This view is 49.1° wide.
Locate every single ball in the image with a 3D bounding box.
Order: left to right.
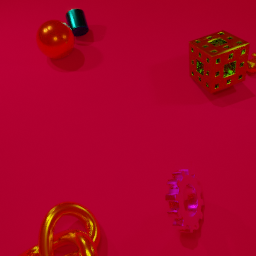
[{"bbox_3d":[-2.440,-2.980,9.444,1.267,1.267,1.267,0,56,0],"label":"ball"}]

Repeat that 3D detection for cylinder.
[{"bbox_3d":[-1.858,-3.841,10.239,0.720,0.720,0.720,-15,83,-10],"label":"cylinder"}]

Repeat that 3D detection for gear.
[{"bbox_3d":[1.300,1.627,6.320,0.249,1.348,1.348,-13,47,37],"label":"gear"}]

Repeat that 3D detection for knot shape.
[{"bbox_3d":[-1.254,2.560,5.593,1.994,0.922,1.866,-37,44,-25],"label":"knot shape"}]

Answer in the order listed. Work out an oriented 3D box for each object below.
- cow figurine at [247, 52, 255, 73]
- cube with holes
[{"bbox_3d":[4.424,-2.088,9.313,1.003,0.551,0.987,-34,58,-20],"label":"cow figurine"},{"bbox_3d":[2.742,-2.057,8.613,1.241,1.241,1.241,-21,41,-10],"label":"cube with holes"}]
